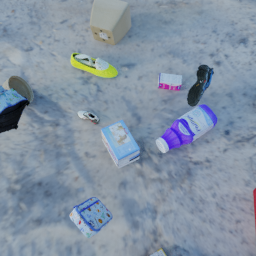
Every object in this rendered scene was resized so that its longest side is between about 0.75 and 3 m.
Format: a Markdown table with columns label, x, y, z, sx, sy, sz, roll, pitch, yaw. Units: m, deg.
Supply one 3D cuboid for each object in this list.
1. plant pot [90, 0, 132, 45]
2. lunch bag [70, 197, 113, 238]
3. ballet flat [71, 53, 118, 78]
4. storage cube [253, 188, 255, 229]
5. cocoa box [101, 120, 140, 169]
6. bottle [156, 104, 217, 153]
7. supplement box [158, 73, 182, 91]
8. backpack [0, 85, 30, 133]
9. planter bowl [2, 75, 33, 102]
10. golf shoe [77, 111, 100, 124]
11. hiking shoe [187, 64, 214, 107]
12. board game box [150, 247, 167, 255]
| label | x | y | z | sx | sy | sz | roll | pitch | yaw |
| --- | --- | --- | --- | --- | --- | --- | --- | --- | --- |
| plant pot | -0.887 | -4.744 | 12.675 | 1.600 | 1.598 | 1.416 | 21 | 75 | 11 |
| lunch bag | -0.693 | 1.644 | 5.261 | 0.650 | 0.811 | 0.306 | 47 | 108 | 14 |
| ballet flat | -1.479 | -2.717 | 11.950 | 2.161 | 0.724 | 0.722 | 18 | 58 | 10 |
| storage cube | 5.297 | 2.697 | 8.037 | 2.367 | 2.489 | 2.769 | 7 | 61 | 4 |
| cocoa box | -0.276 | 0.577 | 10.079 | 0.908 | 0.893 | 1.361 | -25 | 64 | -13 |
| bottle | 2.145 | 0.065 | 10.407 | 2.410 | 0.787 | 1.007 | -31 | 72 | -16 |
| supplement box | 1.739 | -1.922 | 11.671 | 0.945 | 0.478 | 0.489 | 6 | 62 | 3 |
| backpack | -3.715 | -0.435 | 7.875 | 1.056 | 1.315 | 1.437 | 34 | 25 | -1 |
| planter bowl | -4.490 | -1.355 | 11.057 | 0.818 | 1.215 | 1.215 | -25 | 60 | 22 |
| golf shoe | -1.555 | -0.502 | 10.944 | 0.967 | 0.426 | 0.373 | 21 | 65 | 12 |
| hiking shoe | 2.118 | -1.160 | 7.987 | 0.533 | 1.228 | 0.457 | 10 | 17 | -40 |
| board game box | 0.971 | 4.821 | 8.089 | 1.427 | 0.364 | 2.106 | -28 | 66 | -14 |
